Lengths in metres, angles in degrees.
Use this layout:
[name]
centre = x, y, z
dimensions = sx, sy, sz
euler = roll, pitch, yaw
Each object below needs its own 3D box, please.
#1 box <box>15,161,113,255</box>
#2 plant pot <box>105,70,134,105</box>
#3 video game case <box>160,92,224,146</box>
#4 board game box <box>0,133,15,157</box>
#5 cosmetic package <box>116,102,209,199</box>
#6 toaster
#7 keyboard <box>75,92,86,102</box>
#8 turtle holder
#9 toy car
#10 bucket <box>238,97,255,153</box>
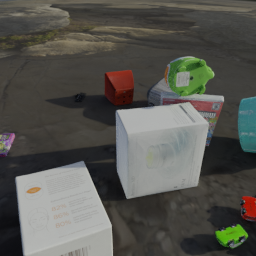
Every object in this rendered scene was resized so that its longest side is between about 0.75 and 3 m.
[box]
centre = -1.566, 2.121, 6.663
dimensions = 1.781, 1.244, 2.340
euler = -12, 34, -18
[plant pot]
centre = -0.325, -1.778, 12.993
dimensions = 1.295, 1.297, 1.143
euler = -9, 45, -14
[video game case]
centre = 1.974, -0.227, 9.311
dimensions = 1.833, 2.563, 0.224
euler = 5, 57, 8
[board game box]
centre = -4.626, 0.616, 10.097
dimensions = 0.759, 0.204, 1.264
euler = -6, 32, -2
[cosmetic package]
centre = 0.869, 0.631, 8.101
dimensions = 2.247, 2.240, 1.382
euler = -7, 33, -11
[toaster]
centre = 2.079, -1.392, 11.970
dimensions = 1.589, 1.398, 2.460
euler = 30, 55, 33
[keyboard]
centre = -2.343, -1.544, 13.533
dimensions = 0.482, 0.184, 0.927
euler = 4, 31, 6
[turtle holder]
centre = 1.743, -1.599, 8.087
dimensions = 1.476, 1.121, 1.048
euler = -35, 30, -5
[toy car]
centre = 2.878, 2.536, 6.823
dimensions = 1.680, 0.398, 1.785
euler = -10, 33, -15
[bucket]
centre = 4.636, -0.118, 9.361
dimensions = 1.422, 2.186, 2.186
euler = -2, 26, 35
